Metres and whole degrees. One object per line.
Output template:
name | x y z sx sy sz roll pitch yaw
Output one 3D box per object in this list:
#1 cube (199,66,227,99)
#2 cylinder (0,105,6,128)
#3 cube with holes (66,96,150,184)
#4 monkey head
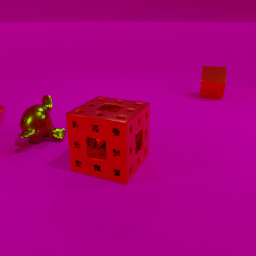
cube | 3.224 -1.729 10.644 0.881 0.881 0.881 6 53 14
cylinder | -3.619 -0.159 6.263 1.254 1.254 1.254 24 18 -14
cube with holes | -0.361 0.178 5.943 1.291 1.291 1.291 9 25 21
monkey head | -2.130 -0.102 7.061 1.074 0.900 1.493 12 49 6
